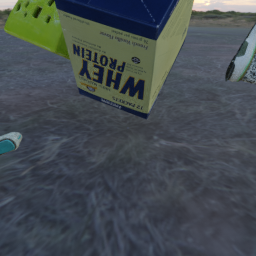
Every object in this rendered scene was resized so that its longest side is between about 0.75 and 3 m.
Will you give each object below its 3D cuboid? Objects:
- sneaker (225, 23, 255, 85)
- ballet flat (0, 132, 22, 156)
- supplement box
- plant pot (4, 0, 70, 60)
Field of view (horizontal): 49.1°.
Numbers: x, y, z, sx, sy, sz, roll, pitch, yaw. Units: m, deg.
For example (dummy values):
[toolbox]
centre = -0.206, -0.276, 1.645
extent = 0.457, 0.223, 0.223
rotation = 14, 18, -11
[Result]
[sneaker]
centre = 2.722, -1.528, 5.500
extent = 0.946, 0.821, 2.136
rotation = 32, 69, 10
[ballet flat]
centre = -1.992, 0.289, 4.237
extent = 0.946, 0.319, 0.295
rotation = -14, 29, 18
[supplement box]
centre = 0.165, -2.219, 6.027
extent = 1.852, 2.757, 2.759
rotation = 22, 64, 11
[plant pot]
centre = -1.488, -3.368, 8.533
extent = 2.894, 2.639, 2.908
rotation = 30, 11, 35
